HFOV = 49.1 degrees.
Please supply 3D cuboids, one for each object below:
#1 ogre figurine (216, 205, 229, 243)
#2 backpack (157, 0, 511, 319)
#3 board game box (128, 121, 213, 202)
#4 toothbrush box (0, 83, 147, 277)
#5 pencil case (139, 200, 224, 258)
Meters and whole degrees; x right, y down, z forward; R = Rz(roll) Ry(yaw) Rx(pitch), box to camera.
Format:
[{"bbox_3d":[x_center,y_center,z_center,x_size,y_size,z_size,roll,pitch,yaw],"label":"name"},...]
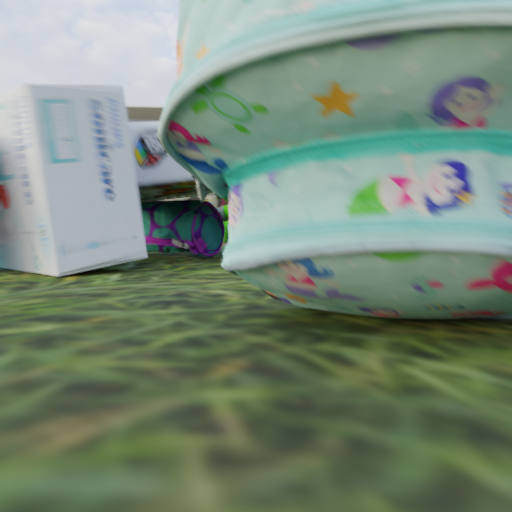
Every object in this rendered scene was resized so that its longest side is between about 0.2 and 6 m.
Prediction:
[{"bbox_3d":[-0.055,-1.145,16.564,2.199,1.800,3.668,-22,-2,-28],"label":"ogre figurine"},{"bbox_3d":[0.649,-0.603,2.632,2.024,1.716,2.280,0,-20,19],"label":"backpack"},{"bbox_3d":[-1.582,-1.456,9.528,3.094,0.848,4.901,-9,5,-25],"label":"board game box"},{"bbox_3d":[-2.511,-0.830,6.577,1.107,1.900,2.595,-14,13,-42],"label":"toothbrush box"},{"bbox_3d":[-1.657,-0.448,9.389,2.150,0.915,0.993,0,36,26],"label":"pencil case"}]
